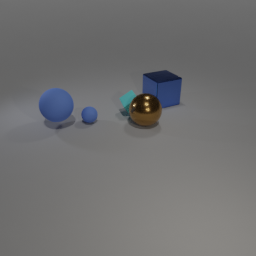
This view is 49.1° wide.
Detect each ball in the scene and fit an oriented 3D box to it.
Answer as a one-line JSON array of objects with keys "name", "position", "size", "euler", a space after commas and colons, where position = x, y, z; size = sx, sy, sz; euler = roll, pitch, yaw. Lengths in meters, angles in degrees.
[{"name": "ball", "position": [0.735, -0.767, 11.804], "size": [1.400, 1.400, 1.400], "euler": [0, 29, 0]}, {"name": "ball", "position": [-1.659, -0.579, 12.065], "size": [0.700, 0.700, 0.700], "euler": [0, 29, 0]}, {"name": "ball", "position": [-2.951, -0.944, 11.554], "size": [1.400, 1.400, 1.400], "euler": [0, 29, 0]}]

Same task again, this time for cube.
[{"name": "cube", "position": [1.647, -1.918, 13.820], "size": [1.400, 1.400, 1.400], "euler": [-14, 32, -23]}, {"name": "cube", "position": [0.146, -1.145, 12.735], "size": [0.700, 0.700, 0.700], "euler": [-33, 46, 7]}]
